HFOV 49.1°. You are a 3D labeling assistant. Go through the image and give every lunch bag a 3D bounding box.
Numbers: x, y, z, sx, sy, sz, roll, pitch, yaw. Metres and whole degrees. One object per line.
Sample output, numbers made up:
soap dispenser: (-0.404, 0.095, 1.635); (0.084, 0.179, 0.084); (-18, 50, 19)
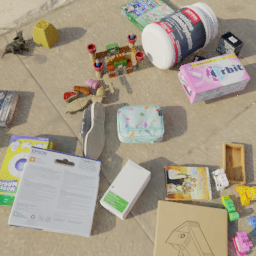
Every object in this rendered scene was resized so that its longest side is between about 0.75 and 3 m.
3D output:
lunch bag: (0.536, -0.123, 11.179); (1.912, 0.737, 1.533); (-2, 62, -1)

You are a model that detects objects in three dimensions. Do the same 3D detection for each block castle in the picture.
block castle: (-0.554, -3.323, 12.688); (2.369, 1.111, 1.583); (-16, 63, -9)

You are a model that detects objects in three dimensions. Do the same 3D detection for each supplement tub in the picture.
supplement tub: (2.302, -4.142, 12.550); (2.953, 2.072, 2.072); (-33, 67, -16)

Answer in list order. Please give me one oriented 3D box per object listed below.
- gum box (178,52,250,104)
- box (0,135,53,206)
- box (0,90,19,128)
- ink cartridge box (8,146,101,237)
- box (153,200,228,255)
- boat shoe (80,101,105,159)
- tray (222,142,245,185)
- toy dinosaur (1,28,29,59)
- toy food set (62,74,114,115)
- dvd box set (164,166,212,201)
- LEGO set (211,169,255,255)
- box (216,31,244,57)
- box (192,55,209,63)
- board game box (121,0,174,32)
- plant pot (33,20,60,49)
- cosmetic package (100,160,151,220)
gum box: (3.489, -2.072, 11.701); (2.566, 0.849, 1.456); (-16, 64, -8)
box: (-3.857, 1.579, 10.339); (1.538, 0.634, 2.621); (5, 63, 2)
box: (-5.476, -0.838, 11.751); (1.303, 0.398, 1.646); (4, 62, 2)
ink cartridge box: (-2.387, 2.173, 9.661); (2.668, 0.543, 2.673); (14, 61, -13)
box: (2.037, 4.006, 9.205); (2.387, 0.311, 2.920); (7, 63, 4)
boat shoe: (-1.485, 0.177, 11.157); (0.793, 0.918, 2.528); (-15, 59, 37)
tray: (4.008, 1.344, 10.654); (0.763, 0.287, 1.548); (8, 61, 5)
toy dinosaur: (-5.376, -3.841, 13.329); (0.933, 0.702, 1.825); (23, 70, 27)
toy food set: (-1.801, -1.470, 12.139); (2.305, 0.363, 1.465); (-21, 62, -4)
dvd box set: (2.157, 2.003, 10.140); (1.646, 0.242, 1.204); (3, 67, -8)
LEGO set: (3.918, 2.610, 9.433); (1.135, 1.221, 2.975); (-9, 62, -6)
box: (4.719, -3.781, 13.029); (0.583, 0.939, 0.946); (-32, 66, -16)
box: (3.431, -2.355, 12.578); (1.424, 0.387, 1.777); (20, 63, 10)
board game box: (1.299, -5.678, 14.338); (1.991, 0.431, 2.958); (-34, 67, -17)
plant pot: (-4.008, -4.590, 13.455); (0.937, 0.965, 0.943); (24, 65, 12)
cosmetic package: (-0.057, 2.175, 9.924); (0.980, 0.773, 1.822); (28, 67, 16)
